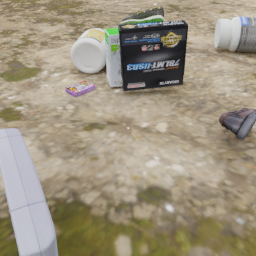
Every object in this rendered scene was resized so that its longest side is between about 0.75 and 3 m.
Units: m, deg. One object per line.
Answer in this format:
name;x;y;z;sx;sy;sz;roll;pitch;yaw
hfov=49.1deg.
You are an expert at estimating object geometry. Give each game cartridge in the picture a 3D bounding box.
game cartridge;-1.785;1.327;4.812;0.595;1.960;2.940;-16;39;-23

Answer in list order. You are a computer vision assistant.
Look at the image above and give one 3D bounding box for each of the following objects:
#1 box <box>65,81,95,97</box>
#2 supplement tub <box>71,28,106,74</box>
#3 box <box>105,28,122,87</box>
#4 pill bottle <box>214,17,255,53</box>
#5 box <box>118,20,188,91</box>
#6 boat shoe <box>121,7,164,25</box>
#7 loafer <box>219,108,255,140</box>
box;-1.770;-1.470;10.394;0.917;0.179;0.627;-28;44;-34
supplement tub;-1.487;-3.359;11.979;1.483;1.483;2.050;4;34;5
box;0.326;-2.687;10.561;2.236;1.973;1.081;-8;33;-10
pill bottle;5.732;-4.484;13.471;2.848;1.620;1.620;3;35;4
box;0.826;-2.393;9.456;2.216;2.199;0.550;-6;36;-4
boat shoe;0.541;-4.163;10.594;1.745;0.525;0.622;1;-8;26
loafer;2.946;-0.226;7.380;0.742;0.847;2.355;29;16;21
